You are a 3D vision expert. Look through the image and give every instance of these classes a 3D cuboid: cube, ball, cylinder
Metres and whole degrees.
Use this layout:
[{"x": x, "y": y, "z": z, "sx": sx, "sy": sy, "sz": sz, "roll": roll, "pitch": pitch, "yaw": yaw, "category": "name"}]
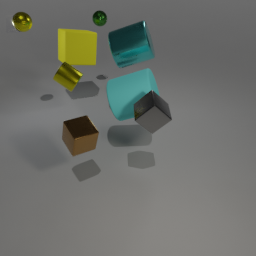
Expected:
[{"x": -2.286, "y": -3.626, "z": 12.529, "sx": 1.400, "sy": 1.400, "sz": 1.400, "roll": -5, "pitch": 24, "yaw": -25, "category": "cube"}, {"x": -3.896, "y": -3.913, "z": 10.336, "sx": 0.700, "sy": 0.700, "sz": 0.700, "roll": 0, "pitch": 32, "yaw": 0, "category": "ball"}, {"x": 0.153, "y": -3.091, "z": 10.447, "sx": 1.400, "sy": 1.400, "sz": 1.400, "roll": -14, "pitch": 29, "yaw": 14, "category": "cylinder"}, {"x": 0.634, "y": -0.421, "z": 7.384, "sx": 0.700, "sy": 0.700, "sz": 0.700, "roll": -37, "pitch": 33, "yaw": 26, "category": "cube"}, {"x": -1.276, "y": 0.201, "z": 7.434, "sx": 0.700, "sy": 0.700, "sz": 0.700, "roll": -18, "pitch": 53, "yaw": -31, "category": "cube"}, {"x": 0.207, "y": -1.060, "z": 9.064, "sx": 1.400, "sy": 1.400, "sz": 1.400, "roll": -14, "pitch": 29, "yaw": 16, "category": "cylinder"}, {"x": -1.907, "y": -1.635, "z": 8.932, "sx": 0.700, "sy": 0.700, "sz": 0.700, "roll": 34, "pitch": 30, "yaw": -12, "category": "cylinder"}, {"x": -1.321, "y": -5.133, "z": 13.128, "sx": 0.700, "sy": 0.700, "sz": 0.700, "roll": 0, "pitch": 32, "yaw": 0, "category": "ball"}]
